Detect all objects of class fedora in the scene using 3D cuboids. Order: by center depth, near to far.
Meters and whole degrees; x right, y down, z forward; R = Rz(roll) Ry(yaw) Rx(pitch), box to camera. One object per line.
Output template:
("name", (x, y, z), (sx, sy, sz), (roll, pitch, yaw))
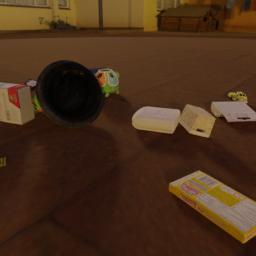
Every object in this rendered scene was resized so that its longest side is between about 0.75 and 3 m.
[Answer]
("fedora", (-2.332, -1.132, 10.693), (2.865, 2.865, 1.308), (-21, -5, -41))

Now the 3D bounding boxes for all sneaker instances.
("sneaker", (5.150, -1.487, 13.050), (0.481, 0.488, 1.276), (-7, 23, -14))

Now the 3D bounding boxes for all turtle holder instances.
("turtle holder", (-0.976, -2.359, 14.211), (1.692, 1.201, 1.285), (-13, 25, -28))

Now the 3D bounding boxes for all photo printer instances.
("photo printer", (0.993, -0.331, 10.170), (1.600, 0.556, 1.331), (7, 25, 18))

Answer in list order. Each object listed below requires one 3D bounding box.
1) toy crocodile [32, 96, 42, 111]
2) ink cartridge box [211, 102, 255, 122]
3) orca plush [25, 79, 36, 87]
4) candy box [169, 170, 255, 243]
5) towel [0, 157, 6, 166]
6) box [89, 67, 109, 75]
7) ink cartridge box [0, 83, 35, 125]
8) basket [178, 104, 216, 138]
("toy crocodile", (-3.094, -1.106, 11.788), (2.827, 0.873, 0.954), (-13, 6, -23))
("ink cartridge box", (4.226, -0.529, 11.018), (1.403, 0.434, 1.729), (-1, 32, -5))
("orca plush", (-5.390, -2.315, 15.407), (0.581, 0.392, 1.104), (42, 23, -15))
("candy box", (1.920, 1.565, 5.993), (1.025, 0.265, 2.006), (-17, 28, -30))
("towel", (-3.821, 0.989, 7.624), (0.937, 0.085, 0.403), (-9, 23, -20))
("box", (-2.442, -3.349, 17.178), (2.292, 0.371, 1.389), (-13, 6, -25))
("ink cartridge box", (-4.643, -0.986, 10.697), (1.867, 1.361, 0.773), (9, 25, 20))
("basket", (2.324, -0.272, 9.508), (0.776, 0.706, 1.145), (13, 19, -16))
